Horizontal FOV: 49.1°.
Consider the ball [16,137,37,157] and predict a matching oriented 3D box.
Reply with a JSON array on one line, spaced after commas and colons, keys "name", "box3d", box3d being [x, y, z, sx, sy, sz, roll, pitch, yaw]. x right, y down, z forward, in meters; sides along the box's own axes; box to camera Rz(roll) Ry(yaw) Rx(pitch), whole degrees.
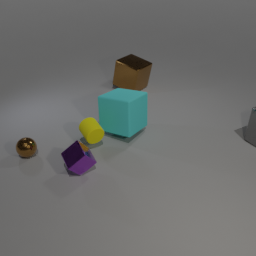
[{"name": "ball", "box3d": [-3.531, 0.671, 9.736, 0.700, 0.700, 0.700, 0, 31, 0]}]

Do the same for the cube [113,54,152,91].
[{"name": "cube", "box3d": [0.222, -2.831, 14.615, 1.400, 1.400, 1.400, 30, 41, 22]}]

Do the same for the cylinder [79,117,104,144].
[{"name": "cylinder", "box3d": [-1.307, 0.091, 10.024, 0.700, 0.700, 0.700, -18, 46, -27]}]

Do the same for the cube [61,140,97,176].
[{"name": "cube", "box3d": [-1.558, 0.956, 8.893, 0.700, 0.700, 0.700, -40, 53, 5]}]

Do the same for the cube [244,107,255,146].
[{"name": "cube", "box3d": [5.374, -0.002, 10.162, 1.400, 1.400, 1.400, -16, 35, -25]}]

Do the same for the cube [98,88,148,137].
[{"name": "cube", "box3d": [-0.174, -0.637, 10.802, 1.400, 1.400, 1.400, 13, 26, 29]}]
